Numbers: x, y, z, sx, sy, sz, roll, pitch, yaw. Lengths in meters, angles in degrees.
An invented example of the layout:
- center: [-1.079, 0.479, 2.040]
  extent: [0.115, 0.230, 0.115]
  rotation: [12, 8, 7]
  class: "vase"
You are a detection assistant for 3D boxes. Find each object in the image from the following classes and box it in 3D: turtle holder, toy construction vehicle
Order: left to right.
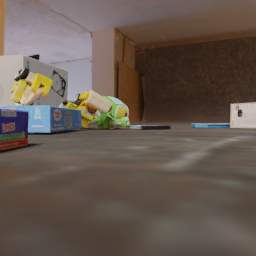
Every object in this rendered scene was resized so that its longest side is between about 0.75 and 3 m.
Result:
- center: [-1.579, -0.486, 6.271]
  extent: [2.001, 0.809, 2.298]
  rotation: [31, -16, -32]
  class: "toy construction vehicle"
- center: [-0.363, -0.383, 6.790]
  extent: [0.754, 0.807, 1.062]
  rotation: [-1, -4, -26]
  class: "turtle holder"

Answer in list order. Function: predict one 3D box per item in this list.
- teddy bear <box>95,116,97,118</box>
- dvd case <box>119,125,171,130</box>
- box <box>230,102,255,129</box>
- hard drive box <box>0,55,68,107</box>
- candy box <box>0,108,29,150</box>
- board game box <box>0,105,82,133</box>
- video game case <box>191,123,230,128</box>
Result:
- center: [-0.605, -0.358, 10.627]
  extent: [1.277, 0.588, 1.762]
  rotation: [2, 1, -7]
  class: "teddy bear"
- center: [0.385, -0.021, 6.770]
  extent: [0.792, 0.097, 1.111]
  rotation: [0, 1, -29]
  class: "dvd case"
- center: [3.202, -0.306, 7.084]
  extent: [0.343, 0.666, 1.142]
  rotation: [2, -1, -40]
  class: "box"
- center: [-3.225, -1.137, 9.703]
  extent: [1.075, 2.181, 2.798]
  rotation: [2, 3, 16]
  class: "hard drive box"
- center: [-1.151, 0.005, 1.871]
  extent: [0.756, 0.291, 0.640]
  rotation: [-1, 0, 4]
  class: "candy box"
- center: [-2.220, -0.150, 4.904]
  extent: [2.423, 0.443, 1.832]
  rotation: [-1, 2, 4]
  class: "board game box"
- center: [2.626, -0.073, 8.391]
  extent: [1.348, 0.120, 0.965]
  rotation: [0, 2, 6]
  class: "video game case"
